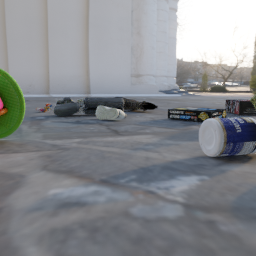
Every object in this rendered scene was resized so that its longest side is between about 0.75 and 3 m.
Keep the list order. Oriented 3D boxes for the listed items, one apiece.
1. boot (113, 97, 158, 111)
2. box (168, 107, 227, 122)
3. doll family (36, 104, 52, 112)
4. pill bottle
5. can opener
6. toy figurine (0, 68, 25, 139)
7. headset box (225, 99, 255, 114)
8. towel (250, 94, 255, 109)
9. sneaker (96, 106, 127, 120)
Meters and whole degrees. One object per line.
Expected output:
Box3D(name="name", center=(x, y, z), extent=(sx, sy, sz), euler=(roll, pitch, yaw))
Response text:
Box3D(name="boot", center=(0.221, -1.171, 13.898), extent=(2.048, 0.709, 1.783), euler=(-2, 8, -28))
Box3D(name="box", center=(2.565, -0.518, 10.422), extent=(1.744, 0.401, 1.386), euler=(7, 11, 39))
Box3D(name="doll family", center=(-4.092, -0.911, 13.662), extent=(0.514, 0.373, 0.829), euler=(17, 35, 40))
Box3D(name="pill bottle", center=(1.932, 0.143, 4.964), extent=(1.189, 0.660, 0.660), euler=(-2, 9, -18))
Box3D(name="can opener", center=(-1.636, -0.788, 12.017), extent=(2.980, 0.795, 0.996), euler=(0, 41, -5))
Box3D(name="toy figurine", center=(-3.416, -0.153, 5.248), extent=(2.281, 1.712, 2.099), euler=(-21, 15, 9))
Box3D(name="headset box", center=(5.341, -0.971, 12.740), extent=(1.230, 0.638, 1.653), euler=(-1, 9, -4))
Box3D(name="towel", center=(4.973, -1.041, 9.736), extent=(1.220, 0.905, 0.223), euler=(-34, 23, 24))
Box3D(name="sneaker", center=(-0.668, -0.518, 10.460), extent=(0.561, 0.532, 1.394), euler=(6, 7, -44))
